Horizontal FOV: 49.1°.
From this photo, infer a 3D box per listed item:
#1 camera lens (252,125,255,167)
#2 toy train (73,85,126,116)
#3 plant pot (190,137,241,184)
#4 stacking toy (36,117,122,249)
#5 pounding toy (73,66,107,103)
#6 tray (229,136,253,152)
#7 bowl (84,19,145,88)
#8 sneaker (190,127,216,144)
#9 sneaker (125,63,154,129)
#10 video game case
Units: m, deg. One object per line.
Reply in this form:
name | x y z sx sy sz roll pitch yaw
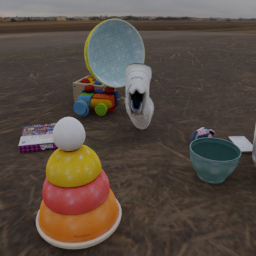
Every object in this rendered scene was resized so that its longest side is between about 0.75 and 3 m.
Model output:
camera lens | 4.671 0.268 7.641 2.251 2.251 2.815 11 27 23
toy train | -0.882 -1.033 11.952 2.673 1.132 1.547 6 29 13
plant pot | 2.358 0.959 7.782 1.346 0.902 1.346 1 24 0
stacking toy | -1.056 0.962 5.783 1.858 2.543 1.858 1 24 0
pounding toy | -1.680 -2.148 13.946 1.834 1.416 1.992 10 27 19
tray | 3.911 0.570 9.586 0.582 0.120 1.084 0 24 -3
bowl | -0.787 -3.103 11.873 2.697 2.697 1.451 -15 18 -29
sneaker | 2.613 0.298 9.772 0.536 0.458 1.307 14 29 35
sneaker | 0.310 -0.818 9.803 1.098 2.947 1.283 0 53 10
video game case | -2.836 0.285 9.954 1.813 0.325 1.643 -6 25 -12
